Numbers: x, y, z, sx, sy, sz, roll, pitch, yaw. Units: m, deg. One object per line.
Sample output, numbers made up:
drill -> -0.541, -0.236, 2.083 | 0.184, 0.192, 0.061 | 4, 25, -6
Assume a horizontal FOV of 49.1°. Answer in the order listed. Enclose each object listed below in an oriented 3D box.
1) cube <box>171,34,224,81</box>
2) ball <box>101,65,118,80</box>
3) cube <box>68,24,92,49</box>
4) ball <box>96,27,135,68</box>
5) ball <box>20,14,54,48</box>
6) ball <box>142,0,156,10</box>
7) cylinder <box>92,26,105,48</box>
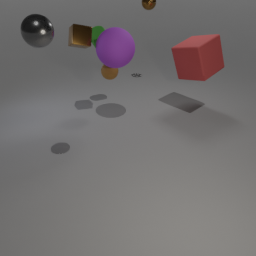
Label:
cube -> 2.862, -2.870, 11.431 | 1.400, 1.400, 1.400 | -35, 31, -28
ball -> -0.735, -2.295, 11.278 | 0.700, 0.700, 0.700 | 0, 29, 0
cube -> -1.756, -3.340, 10.243 | 0.700, 0.700, 0.700 | 1, 8, -25
ball -> -0.447, -2.846, 9.970 | 1.400, 1.400, 1.400 | 0, 29, 0
ball -> -1.962, -2.100, 6.078 | 0.700, 0.700, 0.700 | 0, 29, 0
ball -> 0.991, -5.962, 13.271 | 0.700, 0.700, 0.700 | 0, 29, 0
cylinder -> -1.146, -3.601, 11.257 | 0.700, 0.700, 0.700 | -8, 64, 16
